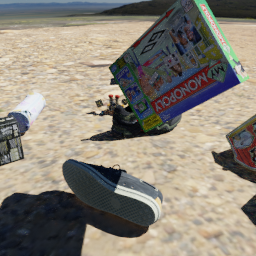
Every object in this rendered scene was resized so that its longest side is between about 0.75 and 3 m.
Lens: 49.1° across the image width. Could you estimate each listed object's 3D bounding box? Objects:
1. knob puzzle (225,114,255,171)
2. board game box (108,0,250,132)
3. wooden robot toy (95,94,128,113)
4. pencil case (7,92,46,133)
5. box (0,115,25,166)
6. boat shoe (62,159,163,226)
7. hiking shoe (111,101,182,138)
[{"bbox_3d":[3.847,0.470,8.242,0.276,1.989,1.989,20,12,-38],"label":"knob puzzle"},{"bbox_3d":[0.820,-1.157,5.779,0.393,1.818,2.701,-28,-2,-40],"label":"board game box"},{"bbox_3d":[-0.431,-1.075,12.095,1.874,0.826,0.850,5,17,8],"label":"wooden robot toy"},{"bbox_3d":[-3.935,-0.666,10.958,0.892,0.973,2.145,24,23,-10],"label":"pencil case"},{"bbox_3d":[-3.872,0.418,8.526,1.096,1.338,0.576,-19,33,-31],"label":"box"},{"bbox_3d":[-0.416,1.463,6.950,2.815,1.050,0.876,18,27,22],"label":"boat shoe"},{"bbox_3d":[0.772,-0.571,10.294,2.879,1.449,1.090,-12,30,-21],"label":"hiking shoe"}]
